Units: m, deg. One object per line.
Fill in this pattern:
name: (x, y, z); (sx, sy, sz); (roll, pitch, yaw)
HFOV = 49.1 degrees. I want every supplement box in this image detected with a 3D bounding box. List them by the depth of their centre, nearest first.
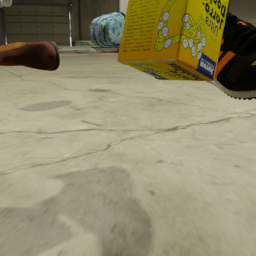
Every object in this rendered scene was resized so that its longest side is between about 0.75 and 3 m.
supplement box: (0.651, -1.572, 3.645); (0.952, 1.739, 0.946); (11, 1, 43)

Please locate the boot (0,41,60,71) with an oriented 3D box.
boot: (-2.452, -1.395, 5.421); (1.732, 0.630, 1.839); (27, 32, 37)

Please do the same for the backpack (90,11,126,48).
backpack: (-0.710, -3.677, 10.623); (1.644, 1.341, 1.264); (-19, 32, -37)

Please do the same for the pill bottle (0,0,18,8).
pill bottle: (-3.384, -3.889, 8.001); (0.592, 0.592, 1.053); (12, 53, 33)

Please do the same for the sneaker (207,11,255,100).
sneaker: (1.515, -1.276, 4.292); (0.931, 1.198, 2.662); (-36, 20, 3)
